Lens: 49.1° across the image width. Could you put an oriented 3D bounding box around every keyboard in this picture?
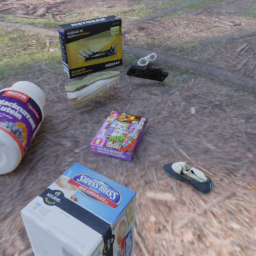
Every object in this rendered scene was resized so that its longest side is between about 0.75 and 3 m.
[{"bbox_3d":[0.810,-2.162,11.355,1.667,0.868,0.330,7,62,-15],"label":"keyboard"}]

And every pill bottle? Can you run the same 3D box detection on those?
[{"bbox_3d":[-3.453,-0.189,8.223,1.604,1.604,2.878,3,37,4],"label":"pill bottle"}]

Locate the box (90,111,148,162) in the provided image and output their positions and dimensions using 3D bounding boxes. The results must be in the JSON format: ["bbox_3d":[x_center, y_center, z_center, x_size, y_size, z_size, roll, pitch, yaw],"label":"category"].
[{"bbox_3d":[-0.221,0.198,8.753,1.275,0.364,1.863,11,38,14],"label":"box"}]

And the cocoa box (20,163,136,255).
[{"bbox_3d":[-0.763,1.946,4.994,1.370,2.055,1.348,22,41,25],"label":"cocoa box"}]

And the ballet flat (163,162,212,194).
[{"bbox_3d":[1.565,1.174,7.353,1.433,0.523,0.523,28,45,33],"label":"ballet flat"}]

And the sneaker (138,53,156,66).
[{"bbox_3d":[0.903,-3.203,13.207,0.947,0.369,0.470,-21,11,11],"label":"sneaker"}]

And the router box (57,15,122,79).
[{"bbox_3d":[-1.564,-3.589,12.342,2.744,2.158,0.717,-22,42,-26],"label":"router box"}]

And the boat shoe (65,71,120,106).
[{"bbox_3d":[-1.216,-1.483,10.227,2.299,0.786,0.859,-26,27,-33],"label":"boat shoe"}]
